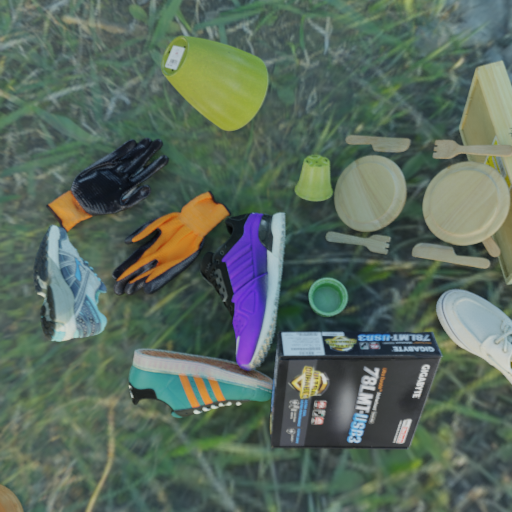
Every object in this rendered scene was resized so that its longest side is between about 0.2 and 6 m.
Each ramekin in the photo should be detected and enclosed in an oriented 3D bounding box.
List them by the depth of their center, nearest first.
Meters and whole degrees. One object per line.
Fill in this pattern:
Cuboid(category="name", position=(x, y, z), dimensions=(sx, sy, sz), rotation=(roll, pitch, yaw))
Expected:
Cuboid(category="ramekin", position=(1.211, 0.731, 9.572), dimensions=(0.655, 0.320, 0.655), rotation=(0, 72, 0))

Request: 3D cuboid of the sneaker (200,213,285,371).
Cuboid(category="sneaker", position=(-0.292, 0.523, 9.368), dimensions=(1.370, 0.957, 2.754), rotation=(6, 67, 5))

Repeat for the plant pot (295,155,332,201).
Cuboid(category="plant pot", position=(1.041, -1.403, 9.862), dimensions=(0.675, 0.621, 0.675), rotation=(1, 39, -1))

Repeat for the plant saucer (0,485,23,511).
Cuboid(category="plant saucer", position=(-4.242, 4.169, 8.509), dimensions=(1.358, 0.254, 1.358), rotation=(0, 72, 1))

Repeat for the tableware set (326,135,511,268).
Cuboid(category="tableware set", position=(2.712, -0.915, 9.376), dimensions=(2.977, 0.597, 1.968), rotation=(13, 91, 37))

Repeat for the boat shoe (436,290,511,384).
Cuboid(category="boat shoe", position=(4.084, 1.472, 9.022), dimensions=(0.922, 0.908, 2.602), rotation=(-40, 76, -12))

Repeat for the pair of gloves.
Cuboid(category="pair of gloves", position=(-2.105, -0.754, 10.054), dimensions=(2.453, 0.340, 2.753), rotation=(-41, 74, -11))

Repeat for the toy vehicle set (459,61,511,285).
Cuboid(category="toy vehicle set", position=(4.132, -1.290, 9.321), dimensions=(0.423, 1.983, 3.191), rotation=(-12, 72, 8))

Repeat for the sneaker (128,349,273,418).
Cuboid(category="sneaker", position=(-0.868, 2.132, 8.944), dimensions=(2.321, 0.828, 0.927), rotation=(11, 91, -2))

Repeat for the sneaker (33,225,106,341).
Cuboid(category="sneaker", position=(-2.706, 0.405, 8.184), dimensions=(0.874, 0.786, 2.026), rotation=(8, 44, -35))

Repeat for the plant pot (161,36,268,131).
Cuboid(category="plant pot", position=(-0.814, -3.095, 9.640), dimensions=(1.420, 1.517, 1.420), rotation=(-13, 70, 41))

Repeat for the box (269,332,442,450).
Cuboid(category="box", position=(1.337, 2.013, 8.182), dimensions=(2.195, 2.211, 0.549), rotation=(2, 39, -2))
